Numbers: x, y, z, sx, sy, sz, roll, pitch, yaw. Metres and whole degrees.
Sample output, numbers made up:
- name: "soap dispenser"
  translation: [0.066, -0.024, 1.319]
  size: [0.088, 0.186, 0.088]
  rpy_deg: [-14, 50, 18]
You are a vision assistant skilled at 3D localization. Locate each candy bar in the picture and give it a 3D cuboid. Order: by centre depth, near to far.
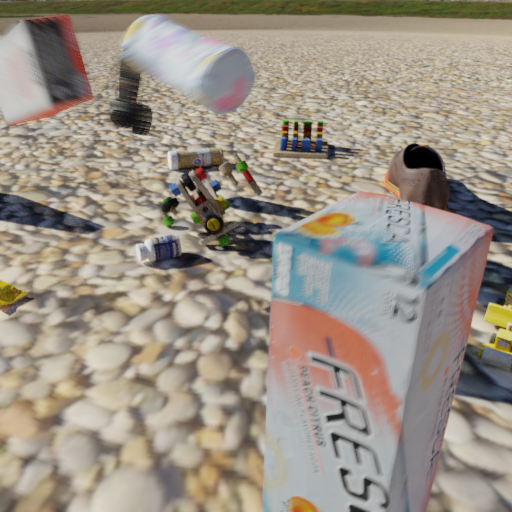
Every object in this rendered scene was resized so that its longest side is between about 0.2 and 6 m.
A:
- name: "candy bar"
  translation: [-4.054, 0.348, 7.913]
  size: [1.964, 0.218, 0.490]
  rpy_deg: [15, 27, 28]

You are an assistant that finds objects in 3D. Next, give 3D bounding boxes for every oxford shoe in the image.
- name: "oxford shoe"
  translation: [3.179, -1.652, 10.788]
  size: [1.173, 1.196, 3.297]
  rpy_deg: [2, 27, 4]

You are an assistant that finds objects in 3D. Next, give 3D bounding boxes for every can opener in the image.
- name: "can opener"
  translation: [-2.305, -3.120, 10.325]
  size: [0.826, 2.101, 0.666]
  rpy_deg: [4, 55, -11]

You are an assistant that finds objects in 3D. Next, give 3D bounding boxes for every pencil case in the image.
- name: "pencil case"
  translation: [-1.015, -2.787, 8.056]
  size: [0.977, 0.896, 2.155]
  rpy_deg: [-11, 36, -45]

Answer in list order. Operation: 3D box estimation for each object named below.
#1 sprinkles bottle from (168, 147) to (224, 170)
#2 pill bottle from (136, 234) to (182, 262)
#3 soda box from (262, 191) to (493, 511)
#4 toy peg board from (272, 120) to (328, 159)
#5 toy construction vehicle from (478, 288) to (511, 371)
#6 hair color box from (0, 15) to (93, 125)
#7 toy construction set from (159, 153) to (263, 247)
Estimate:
- name: "sprinkles bottle"
  translation: [-1.379, -2.234, 12.813]
  size: [1.241, 0.424, 0.424]
  rpy_deg: [-9, 28, -16]
- name: "pill bottle"
  translation: [-1.511, -0.108, 8.658]
  size: [0.647, 0.359, 0.359]
  rpy_deg: [-13, 30, -24]
- name: "soda box"
  translation: [0.663, 1.069, 3.588]
  size: [0.889, 2.796, 0.956]
  rpy_deg: [21, 33, 34]
- name: "toy peg board"
  translation: [1.125, -2.944, 13.967]
  size: [1.346, 0.658, 1.341]
  rpy_deg: [3, 27, 6]
- name: "toy construction vehicle"
  translation: [3.302, 0.865, 6.558]
  size: [1.253, 0.507, 1.439]
  rpy_deg: [19, 32, 33]
- name: "hair color box"
  translation: [-2.689, -2.188, 6.812]
  size: [0.570, 0.945, 1.862]
  rpy_deg: [-23, 19, -32]
- name: "toy construction set"
  translation: [-0.589, -0.819, 9.430]
  size: [1.669, 1.283, 1.392]
  rpy_deg: [-31, -8, -20]
